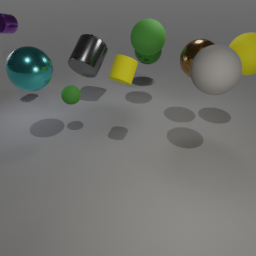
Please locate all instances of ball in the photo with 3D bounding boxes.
[{"bbox_3d":[1.030,-3.965,14.313,1.400,1.400,1.400,0,30,0],"label":"ball"},{"bbox_3d":[-2.049,-1.190,10.085,0.700,0.700,0.700,0,30,0],"label":"ball"},{"bbox_3d":[2.544,-2.418,9.900,1.400,1.400,1.400,0,30,0],"label":"ball"},{"bbox_3d":[0.802,-3.611,11.170,1.400,1.400,1.400,0,30,0],"label":"ball"},{"bbox_3d":[-3.086,-1.850,8.828,1.400,1.400,1.400,0,30,0],"label":"ball"},{"bbox_3d":[4.119,-2.528,9.587,1.400,1.400,1.400,0,30,0],"label":"ball"},{"bbox_3d":[2.476,-1.635,7.920,1.400,1.400,1.400,0,30,0],"label":"ball"}]

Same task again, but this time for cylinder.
[{"bbox_3d":[-0.139,-1.723,8.313,0.700,0.700,0.700,18,1,0],"label":"cylinder"},{"bbox_3d":[-1.792,-3.214,12.576,1.400,1.400,1.400,14,72,22],"label":"cylinder"},{"bbox_3d":[-4.656,-3.934,10.558,0.700,0.700,0.700,8,19,14],"label":"cylinder"}]
